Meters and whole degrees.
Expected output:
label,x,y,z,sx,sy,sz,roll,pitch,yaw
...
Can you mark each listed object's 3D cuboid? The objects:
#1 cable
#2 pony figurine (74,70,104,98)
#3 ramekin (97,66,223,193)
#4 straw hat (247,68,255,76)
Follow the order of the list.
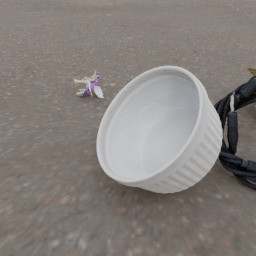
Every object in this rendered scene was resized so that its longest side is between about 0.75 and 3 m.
label,x,y,z,sx,sy,sz,roll,pitch,yaw
cable,2.966,0.317,5.796,2.720,2.219,0.691,55,25,10
pony figurine,-1.339,-1.433,9.710,0.974,0.941,0.811,-16,-8,23
ramekin,0.706,0.124,5.899,2.571,1.350,2.571,-25,49,31
straw hat,4.399,-0.691,8.053,2.628,1.112,2.628,23,15,-6
